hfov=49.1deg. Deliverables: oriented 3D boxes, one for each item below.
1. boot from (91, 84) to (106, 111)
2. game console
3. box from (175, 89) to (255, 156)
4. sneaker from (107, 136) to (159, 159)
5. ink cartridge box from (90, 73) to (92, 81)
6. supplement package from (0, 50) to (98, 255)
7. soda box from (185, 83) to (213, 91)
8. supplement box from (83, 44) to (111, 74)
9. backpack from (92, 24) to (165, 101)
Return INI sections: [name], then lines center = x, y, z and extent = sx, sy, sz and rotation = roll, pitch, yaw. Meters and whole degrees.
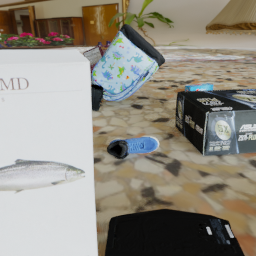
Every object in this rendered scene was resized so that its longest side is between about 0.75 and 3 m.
[boot]
center = -1.423, -1.125, 9.988
extent = 1.155, 0.946, 0.427
rotation = 11, 41, -8
[game console]
center = 0.534, 1.838, 3.019
extent = 1.737, 0.355, 2.944
rotation = 1, 19, 3
[box]
center = 2.891, -0.269, 7.619
extent = 2.663, 1.147, 2.181
rotation = -3, 21, -8
[sneaker]
center = 0.100, 0.464, 6.582
extent = 1.210, 0.464, 0.673
rotation = 1, 14, 13
[ink cartridge box]
center = -3.192, -1.852, 12.083
extent = 2.812, 1.074, 1.919
rotation = -9, 21, -29
[supplement package]
center = -1.255, 0.438, 3.450
extent = 1.552, 2.655, 1.557
rotation = -5, 20, -13
[soda box]
center = 3.223, -1.736, 12.704
extent = 1.321, 0.448, 0.424
rotation = -10, 22, -25
[supplement box]
center = -1.095, -2.788, 13.115
extent = 1.014, 1.965, 1.286
rotation = -14, 12, 28
[backpack]
center = -0.217, -2.320, 10.998
extent = 2.241, 2.748, 2.112
rotation = 43, 20, -3
